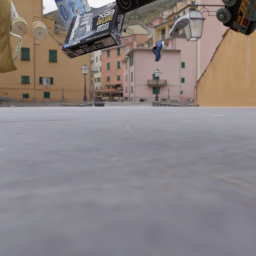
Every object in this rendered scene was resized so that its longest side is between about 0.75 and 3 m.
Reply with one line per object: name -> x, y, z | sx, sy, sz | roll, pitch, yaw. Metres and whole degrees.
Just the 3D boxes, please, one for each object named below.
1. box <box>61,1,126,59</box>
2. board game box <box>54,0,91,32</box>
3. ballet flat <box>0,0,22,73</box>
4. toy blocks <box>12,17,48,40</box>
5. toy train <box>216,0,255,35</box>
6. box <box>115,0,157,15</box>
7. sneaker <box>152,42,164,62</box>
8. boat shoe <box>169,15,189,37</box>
box -> -0.700, -2.030, 5.802 | 1.259, 0.993, 0.313 | -6, -31, 30
board game box -> -1.615, -3.630, 9.073 | 0.387, 1.778, 1.786 | -9, 30, 19
ballet flat -> -3.383, -2.764, 7.791 | 0.795, 2.522, 0.866 | -5, 35, -31
toy blocks -> -1.987, -2.040, 5.656 | 0.663, 0.289, 0.795 | 8, 24, -24
toy train -> 3.054, -3.374, 7.248 | 1.131, 0.846, 1.985 | 36, -23, 21
box -> 1.027, -3.106, 3.732 | 2.996, 1.979, 1.719 | 1, 33, 47
sneaker -> 0.946, -2.500, 9.122 | 0.355, 0.313, 0.797 | 7, -35, -1
boat shoe -> 1.858, -3.835, 10.346 | 0.427, 0.352, 1.243 | 7, -13, -17
